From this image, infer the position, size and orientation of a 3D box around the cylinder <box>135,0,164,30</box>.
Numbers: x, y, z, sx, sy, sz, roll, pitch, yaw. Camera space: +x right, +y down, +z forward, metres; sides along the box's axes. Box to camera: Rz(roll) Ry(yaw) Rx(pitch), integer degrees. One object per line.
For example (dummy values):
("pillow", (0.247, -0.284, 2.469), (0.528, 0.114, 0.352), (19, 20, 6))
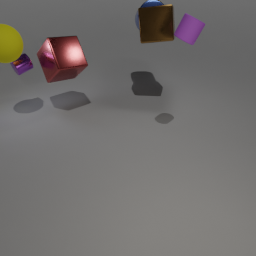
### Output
("cylinder", (1.099, -5.313, 13.498), (1.400, 1.400, 1.400), (-3, 15, -4))

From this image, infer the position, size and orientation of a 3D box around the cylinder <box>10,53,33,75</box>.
("cylinder", (-4.516, -2.702, 11.890), (0.700, 0.700, 0.700), (-36, 44, -23))

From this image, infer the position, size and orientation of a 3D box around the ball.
("ball", (-4.632, -3.124, 10.401), (1.400, 1.400, 1.400), (0, 31, 0))

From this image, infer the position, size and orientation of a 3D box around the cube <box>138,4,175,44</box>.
("cube", (1.270, -4.458, 12.050), (1.400, 1.400, 1.400), (-1, 20, 12))

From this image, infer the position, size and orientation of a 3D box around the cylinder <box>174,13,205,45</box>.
("cylinder", (1.872, -3.011, 8.542), (0.700, 0.700, 0.700), (23, 26, -12))

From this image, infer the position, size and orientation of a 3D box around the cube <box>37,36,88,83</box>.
("cube", (-2.795, -2.905, 11.873), (1.400, 1.400, 1.400), (-19, -3, -38))
